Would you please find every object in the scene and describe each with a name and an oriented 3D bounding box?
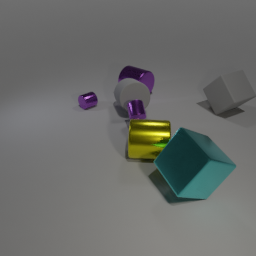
[{"bbox_3d":[0.752,0.396,9.869,1.400,1.400,1.400,3,30,4],"label":"cylinder"},{"bbox_3d":[0.353,-0.698,11.547,0.700,0.700,0.700,-6,64,-11],"label":"cylinder"},{"bbox_3d":[1.898,1.042,8.089,1.400,1.400,1.400,16,28,-40],"label":"cube"},{"bbox_3d":[-1.941,-1.336,13.559,0.700,0.700,0.700,-25,39,-36],"label":"cylinder"},{"bbox_3d":[4.603,-1.622,12.796,1.400,1.400,1.400,-17,78,-26],"label":"cube"},{"bbox_3d":[0.440,-2.456,14.737,1.400,1.400,1.400,25,39,36],"label":"cylinder"},{"bbox_3d":[0.169,-1.507,12.848,1.400,1.400,1.400,-7,18,-12],"label":"cylinder"}]
